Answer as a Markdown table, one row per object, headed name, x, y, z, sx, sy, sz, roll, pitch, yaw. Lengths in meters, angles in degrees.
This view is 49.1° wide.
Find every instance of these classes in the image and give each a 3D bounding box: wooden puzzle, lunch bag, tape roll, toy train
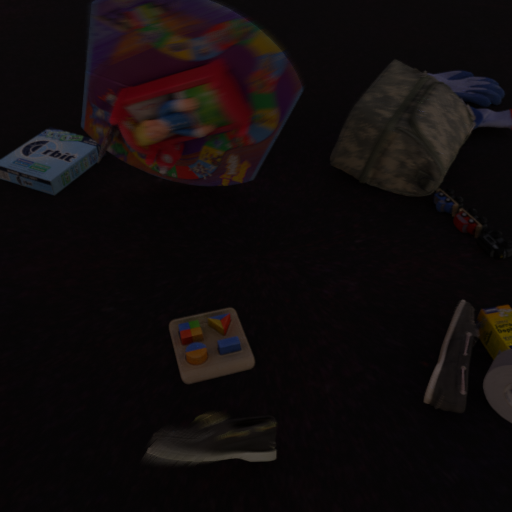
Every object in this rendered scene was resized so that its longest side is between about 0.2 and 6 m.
| name | x | y | z | sx | sy | sz | roll | pitch | yaw |
| --- | --- | --- | --- | --- | --- | --- | --- | --- | --- |
| wooden puzzle | -0.702 | 1.299 | 8.567 | 1.113 | 0.278 | 1.201 | -11 | 43 | -13 |
| lunch bag | 3.222 | -2.603 | 11.864 | 2.275 | 1.890 | 2.712 | 32 | 50 | 9 |
| tape roll | 3.625 | 1.775 | 7.370 | 1.143 | 1.143 | 0.378 | 27 | 47 | 27 |
| toy train | 4.052 | -0.643 | 10.716 | 0.482 | 0.359 | 2.105 | -24 | 47 | -8 |

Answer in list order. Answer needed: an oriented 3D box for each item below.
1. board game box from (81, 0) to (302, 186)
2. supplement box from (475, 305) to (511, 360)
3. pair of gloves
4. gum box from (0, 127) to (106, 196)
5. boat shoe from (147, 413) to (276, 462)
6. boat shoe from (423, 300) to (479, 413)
| name | x | y | z | sx | sy | sz | roll | pitch | yaw |
| --- | --- | --- | --- | --- | --- | --- | --- | --- | --- |
| board game box | -1.349 | -2.312 | 9.788 | 3.538 | 4.479 | 0.872 | 18 | 59 | -12 |
| supplement box | 3.770 | 1.246 | 8.466 | 0.485 | 0.488 | 0.890 | -8 | 42 | -9 |
| pair of gloves | 4.923 | -3.877 | 14.287 | 2.999 | 0.425 | 3.731 | 5 | 41 | 8 |
| gum box | -4.478 | -2.115 | 12.298 | 1.527 | 0.400 | 1.797 | 17 | 44 | 18 |
| boat shoe | -0.488 | 2.175 | 6.773 | 1.776 | 0.535 | 0.633 | 15 | -14 | -37 |
| boat shoe | 2.956 | 1.463 | 8.143 | 0.542 | 0.636 | 1.903 | 21 | 51 | 19 |
